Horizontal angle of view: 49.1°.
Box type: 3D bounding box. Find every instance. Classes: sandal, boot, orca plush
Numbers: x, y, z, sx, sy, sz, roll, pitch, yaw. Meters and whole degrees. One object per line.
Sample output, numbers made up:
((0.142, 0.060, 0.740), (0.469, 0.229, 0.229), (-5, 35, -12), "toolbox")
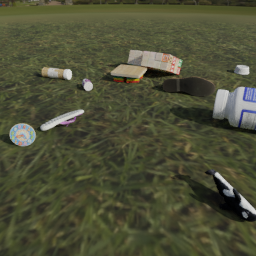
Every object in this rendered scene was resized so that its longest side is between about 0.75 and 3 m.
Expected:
((-2.373, -0.229, 10.257), (1.667, 0.410, 0.678), (-24, 19, -16), "sandal")
((2.924, -2.038, 13.221), (2.405, 0.885, 0.907), (10, 19, 22), "boot")
((2.300, 1.633, 6.544), (0.541, 0.801, 1.522), (-41, 63, 3), "orca plush")

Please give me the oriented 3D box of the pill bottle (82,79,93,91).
((-2.015, -2.145, 13.752), (0.436, 0.436, 0.776), (-8, 29, -15), "pill bottle")

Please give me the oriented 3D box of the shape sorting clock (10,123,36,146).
((-3.362, 0.227, 8.937), (0.781, 0.781, 0.153), (-4, 27, -8), "shape sorting clock")

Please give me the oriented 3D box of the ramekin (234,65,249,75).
((6.531, -3.342, 16.050), (0.803, 0.374, 0.803), (-1, 28, 0), "ramekin")

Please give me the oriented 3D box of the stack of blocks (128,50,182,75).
((1.393, -3.759, 15.775), (2.822, 0.826, 1.625), (19, 12, 33), "stack of blocks")

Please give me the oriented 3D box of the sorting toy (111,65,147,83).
((0.079, -2.853, 14.952), (1.552, 0.544, 1.562), (10, 29, 16), "sorting toy")

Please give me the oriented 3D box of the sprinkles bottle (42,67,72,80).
((-3.858, -2.946, 15.136), (1.588, 0.542, 0.542), (9, 29, 17), "sprinkles bottle")

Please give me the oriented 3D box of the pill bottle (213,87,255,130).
((4.424, -0.670, 9.905), (2.589, 1.451, 1.451), (11, 30, 20), "pill bottle")
